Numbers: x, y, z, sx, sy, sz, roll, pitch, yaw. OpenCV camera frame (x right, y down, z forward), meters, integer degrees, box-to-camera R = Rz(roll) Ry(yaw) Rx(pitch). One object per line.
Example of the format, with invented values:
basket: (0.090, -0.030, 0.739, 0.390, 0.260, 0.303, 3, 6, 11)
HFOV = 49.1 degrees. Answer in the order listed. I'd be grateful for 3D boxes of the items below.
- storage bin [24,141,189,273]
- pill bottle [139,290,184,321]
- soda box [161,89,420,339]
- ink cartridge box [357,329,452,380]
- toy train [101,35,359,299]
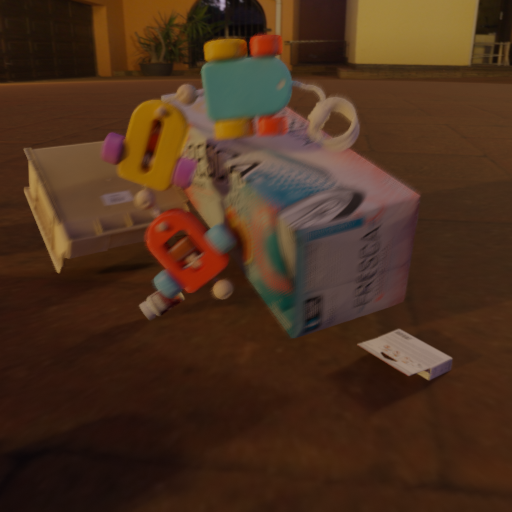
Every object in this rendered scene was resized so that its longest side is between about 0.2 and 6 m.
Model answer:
storage bin: (-2.419, -0.890, 9.130, 2.115, 0.991, 2.100, -14, 54, -30)
pill bottle: (-1.242, 0.601, 7.374, 0.530, 0.302, 0.302, -34, 28, -5)
soda box: (0.130, -1.021, 7.856, 1.627, 1.513, 4.758, -16, 36, -19)
ink cartridge box: (1.677, 1.153, 6.388, 0.713, 0.181, 0.809, -13, 24, -30)
toy train: (-0.423, -1.087, 6.808, 3.139, 2.358, 0.873, -44, 10, 11)
